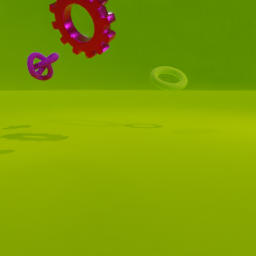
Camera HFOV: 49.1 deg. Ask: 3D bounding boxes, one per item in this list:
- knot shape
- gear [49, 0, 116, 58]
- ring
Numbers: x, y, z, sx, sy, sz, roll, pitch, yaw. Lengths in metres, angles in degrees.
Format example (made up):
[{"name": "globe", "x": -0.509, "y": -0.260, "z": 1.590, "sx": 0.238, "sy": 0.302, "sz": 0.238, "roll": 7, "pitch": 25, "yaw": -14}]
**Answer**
[{"name": "knot shape", "x": -2.658, "y": -1.893, "z": 8.500, "sx": 0.522, "sy": 1.129, "sz": 1.057, "roll": 48, "pitch": 21, "yaw": 11}, {"name": "gear", "x": -1.062, "y": -2.467, "z": 6.489, "sx": 1.659, "sy": 1.659, "sz": 0.307, "roll": 6, "pitch": 39, "yaw": 33}, {"name": "ring", "x": 1.298, "y": -1.586, "z": 8.937, "sx": 1.206, "sy": 0.241, "sz": 1.206, "roll": 5, "pitch": 43, "yaw": -5}]
